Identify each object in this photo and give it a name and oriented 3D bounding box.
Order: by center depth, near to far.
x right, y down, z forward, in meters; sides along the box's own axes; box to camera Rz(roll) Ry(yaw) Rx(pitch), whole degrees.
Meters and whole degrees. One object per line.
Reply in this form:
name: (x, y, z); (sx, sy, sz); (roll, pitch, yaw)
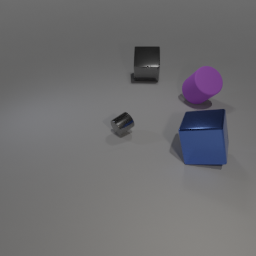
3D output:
cube: (2.648, 0.299, 9.645); (1.400, 1.400, 1.400); (-3, 28, 24)
cylinder: (-0.218, -0.172, 11.107); (0.700, 0.700, 0.700); (-33, 42, -20)
cylinder: (3.455, -1.980, 13.137); (1.400, 1.400, 1.400); (-10, -10, -16)
cube: (1.063, -3.589, 15.746); (1.400, 1.400, 1.400); (1, 66, 4)
